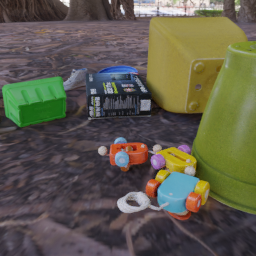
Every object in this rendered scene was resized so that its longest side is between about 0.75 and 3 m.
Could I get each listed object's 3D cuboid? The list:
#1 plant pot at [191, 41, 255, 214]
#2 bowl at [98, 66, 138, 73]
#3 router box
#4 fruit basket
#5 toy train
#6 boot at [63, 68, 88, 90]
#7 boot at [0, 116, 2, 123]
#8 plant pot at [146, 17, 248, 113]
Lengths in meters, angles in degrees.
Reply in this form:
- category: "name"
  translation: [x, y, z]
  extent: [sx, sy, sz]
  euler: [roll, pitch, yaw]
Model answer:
- category: "plant pot"
  translation: [2.744, -0.249, 5.645]
  extent: [2.839, 2.733, 2.839]
  euler: [0, 25, 0]
- category: "bowl"
  translation: [-0.469, -2.268, 12.413]
  extent: [1.820, 0.357, 1.820]
  euler: [-4, 33, 3]
- category: "router box"
  translation: [-0.452, -1.237, 9.919]
  extent: [2.055, 0.852, 2.743]
  euler: [-4, 26, -8]
- category: "fruit basket"
  translation: [-3.025, -0.972, 8.988]
  extent: [1.987, 1.433, 1.987]
  euler: [7, 40, -6]
- category: "toy train"
  translation: [0.438, 0.987, 5.481]
  extent: [1.959, 0.725, 2.608]
  euler: [-4, 22, -6]
- category: "boot"
  translation: [-2.346, -2.097, 11.845]
  extent: [0.585, 0.760, 1.590]
  euler: [20, 32, 35]
- category: "boot"
  translation: [-4.053, -0.165, 7.844]
  extent: [0.889, 0.322, 0.808]
  euler: [19, 54, 42]
- category: "plant pot"
  translation: [2.364, -1.910, 9.289]
  extent: [2.884, 2.865, 2.950]
  euler: [-4, 32, -8]
